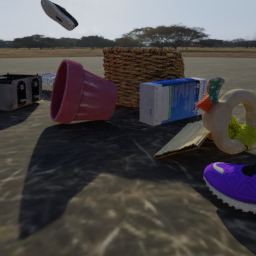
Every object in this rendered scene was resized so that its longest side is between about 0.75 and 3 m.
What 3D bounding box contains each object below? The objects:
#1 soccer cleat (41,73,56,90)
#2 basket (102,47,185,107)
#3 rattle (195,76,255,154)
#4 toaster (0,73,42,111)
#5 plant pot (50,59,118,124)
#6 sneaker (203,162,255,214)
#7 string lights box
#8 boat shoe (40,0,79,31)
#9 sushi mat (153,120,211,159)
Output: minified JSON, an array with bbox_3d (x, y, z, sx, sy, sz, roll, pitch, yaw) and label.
[{"bbox_3d":[-3.432,-2.102,12.761,2.354,0.822,1.016,8,11,22],"label":"soccer cleat"},{"bbox_3d":[0.642,-1.886,10.082,2.739,2.040,1.955,5,18,18],"label":"basket"},{"bbox_3d":[1.671,-0.357,5.667,2.058,1.340,1.470,16,19,-32],"label":"rattle"},{"bbox_3d":[-4.206,-1.342,9.918,1.829,1.085,1.654,5,18,17],"label":"toaster"},{"bbox_3d":[-1.202,-0.892,7.781,1.525,1.704,1.704,9,12,-26],"label":"plant pot"},{"bbox_3d":[2.005,0.609,3.541,2.120,1.054,0.737,16,24,41],"label":"sneaker"},{"bbox_3d":[1.357,-0.826,8.163,2.158,1.109,0.636,-13,21,-36],"label":"string lights box"},{"bbox_3d":[-2.083,-3.478,8.542,0.409,1.283,0.454,-52,5,-40],"label":"boat shoe"},{"bbox_3d":[1.356,0.120,5.936,0.980,0.124,2.047,-22,6,36],"label":"sushi mat"}]
